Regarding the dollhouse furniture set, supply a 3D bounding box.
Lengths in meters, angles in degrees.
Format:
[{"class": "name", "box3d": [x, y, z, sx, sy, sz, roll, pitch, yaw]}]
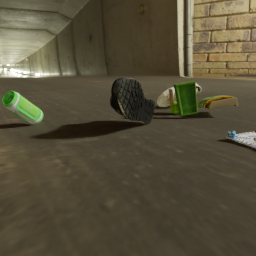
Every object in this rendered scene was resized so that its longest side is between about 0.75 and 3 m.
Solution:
[{"class": "dollhouse furniture set", "box3d": [2.418, -1.098, 9.181, 1.975, 0.991, 1.294, -10, 10, -3]}]

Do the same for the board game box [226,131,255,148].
[{"class": "board game box", "box3d": [2.877, 0.213, 5.921, 1.098, 0.142, 1.098, -7, 17, -25]}]

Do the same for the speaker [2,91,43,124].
[{"class": "speaker", "box3d": [-2.748, -0.518, 7.383, 0.494, 0.494, 1.117, 6, -22, 27]}]

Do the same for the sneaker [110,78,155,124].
[{"class": "sneaker", "box3d": [-0.123, -0.637, 7.163, 1.034, 0.895, 2.362, 14, -8, 22]}]

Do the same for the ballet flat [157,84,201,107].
[{"class": "ballet flat", "box3d": [2.030, -1.301, 10.823, 1.917, 0.665, 0.665, -24, 20, -19]}]
